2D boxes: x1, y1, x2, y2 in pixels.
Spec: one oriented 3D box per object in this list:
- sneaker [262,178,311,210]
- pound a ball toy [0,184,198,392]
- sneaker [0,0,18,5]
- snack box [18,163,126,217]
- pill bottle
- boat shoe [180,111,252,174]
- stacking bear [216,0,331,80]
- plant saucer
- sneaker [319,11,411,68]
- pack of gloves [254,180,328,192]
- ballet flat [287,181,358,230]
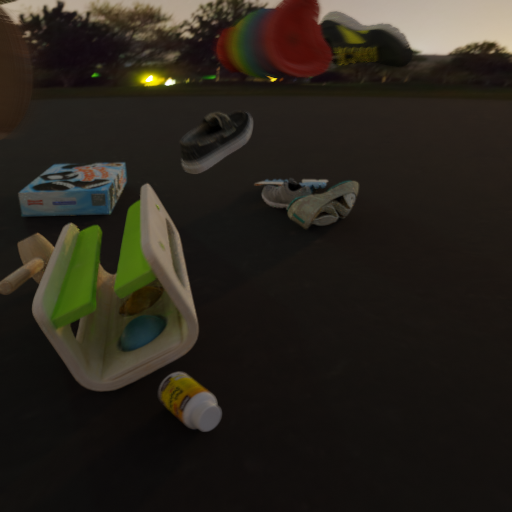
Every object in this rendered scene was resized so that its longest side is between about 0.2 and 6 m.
[{"bbox_3d":[0.750,-1.414,12.513,0.651,0.714,1.742,-13,23,-32],"label":"sneaker"},{"bbox_3d":[-1.950,0.411,6.995,2.208,1.439,3.386,-28,23,-1],"label":"pound a ball toy"},{"bbox_3d":[-3.094,-3.545,7.046,2.465,0.926,0.999,10,57,27],"label":"sneaker"},{"bbox_3d":[-4.209,-1.638,13.314,1.865,0.596,3.210,-2,20,-6],"label":"snack box"},{"bbox_3d":[-0.616,1.380,5.265,0.357,0.357,0.654,-15,24,-36],"label":"pill bottle"},{"bbox_3d":[-0.621,-2.079,9.416,0.661,0.651,1.835,15,45,24],"label":"boat shoe"},{"bbox_3d":[0.067,-3.194,8.511,1.056,1.128,1.858,-29,26,-26],"label":"stacking bear"},{"bbox_3d":[-2.952,-2.056,6.217,1.558,1.558,0.268,14,20,33],"label":"plant saucer"},{"bbox_3d":[2.019,-4.130,11.254,2.291,0.853,0.969,33,72,35],"label":"sneaker"},{"bbox_3d":[0.924,-1.673,13.996,1.660,0.390,1.976,1,11,9],"label":"pack of gloves"},{"bbox_3d":[1.555,-0.991,11.678,2.255,0.761,0.703,-22,58,-40],"label":"ballet flat"}]
